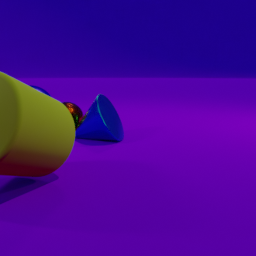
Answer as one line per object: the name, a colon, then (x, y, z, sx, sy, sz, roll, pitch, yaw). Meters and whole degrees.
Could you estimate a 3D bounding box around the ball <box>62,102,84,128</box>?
ball: (-1.615, -0.246, 7.419, 0.894, 0.894, 0.894, 0, 11, 0)

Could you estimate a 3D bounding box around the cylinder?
cylinder: (-1.615, 0.020, 3.951, 1.292, 1.292, 1.292, 4, -10, 20)

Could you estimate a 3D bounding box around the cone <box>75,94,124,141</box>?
cone: (-0.944, -0.015, 6.984, 1.251, 1.246, 1.246, -25, 5, 16)

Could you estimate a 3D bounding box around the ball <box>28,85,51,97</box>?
ball: (-2.722, -0.550, 7.882, 1.293, 1.293, 1.293, 0, 11, 0)
